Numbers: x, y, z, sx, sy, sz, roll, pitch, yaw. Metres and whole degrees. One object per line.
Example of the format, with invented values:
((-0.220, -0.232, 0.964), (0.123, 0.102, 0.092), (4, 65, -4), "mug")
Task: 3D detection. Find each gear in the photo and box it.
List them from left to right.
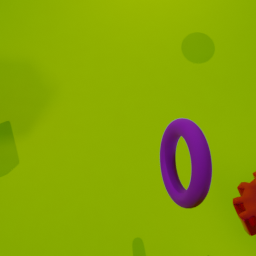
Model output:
((2.057, 0.882, 3.495), (1.389, 1.389, 0.257), (-30, 105, -11), "gear")

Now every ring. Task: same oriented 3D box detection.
((0.726, 0.461, 3.725), (0.237, 1.186, 1.186), (-2, 69, -16), "ring")
